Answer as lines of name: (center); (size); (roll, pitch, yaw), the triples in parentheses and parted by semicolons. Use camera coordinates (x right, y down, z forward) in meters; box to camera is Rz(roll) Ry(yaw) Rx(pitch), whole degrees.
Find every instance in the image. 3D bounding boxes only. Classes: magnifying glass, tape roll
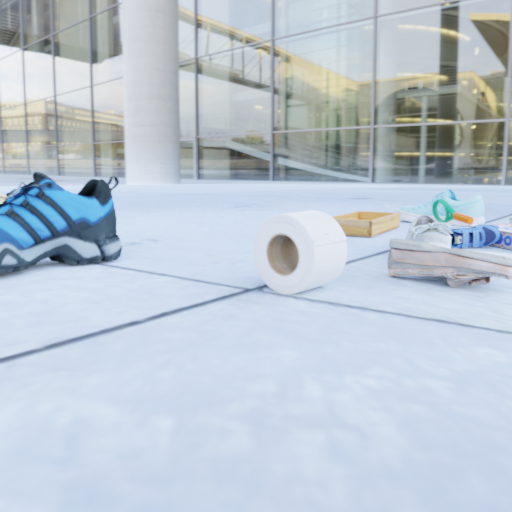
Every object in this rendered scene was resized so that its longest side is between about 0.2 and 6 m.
magnifying glass: (4.018, -0.847, 11.505); (0.144, 0.510, 1.282); (-14, 19, -11)
tape roll: (0.598, -0.063, 7.734); (1.100, 1.100, 0.755); (9, 13, 42)

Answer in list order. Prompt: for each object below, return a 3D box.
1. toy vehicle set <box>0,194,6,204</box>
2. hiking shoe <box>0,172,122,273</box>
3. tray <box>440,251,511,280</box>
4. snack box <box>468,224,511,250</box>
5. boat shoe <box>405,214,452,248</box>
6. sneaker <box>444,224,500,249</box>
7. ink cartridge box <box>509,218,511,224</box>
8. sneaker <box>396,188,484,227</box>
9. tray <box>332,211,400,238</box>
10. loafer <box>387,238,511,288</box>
toy vehicle set: (-6.543, -1.012, 12.320); (4.052, 0.537, 2.518); (17, 15, 17)
hiking shoe: (-3.837, -0.575, 9.070); (1.331, 1.551, 3.578); (3, 7, 37)
tray: (3.593, 0.163, 9.046); (1.068, 0.220, 1.988); (6, 11, 37)
snack box: (5.746, -0.280, 11.136); (1.190, 0.402, 3.311); (-3, 10, -16)
boat shoe: (3.159, -0.384, 10.373); (0.828, 0.720, 2.246); (5, 6, 14)
sneaker: (4.329, -0.366, 11.578); (1.331, 0.492, 0.548); (-4, 11, 20)
ink cartridge box: (6.781, -0.693, 13.646); (0.989, 0.417, 0.723); (1, 9, 4)
sneaker: (5.374, -1.461, 16.368); (2.574, 1.055, 0.951); (7, 10, 34)
tray: (2.782, -0.837, 14.478); (1.220, 0.458, 2.474); (6, 12, 29)
loafer: (2.778, 0.177, 8.071); (0.706, 0.618, 1.965); (5, 6, -44)
